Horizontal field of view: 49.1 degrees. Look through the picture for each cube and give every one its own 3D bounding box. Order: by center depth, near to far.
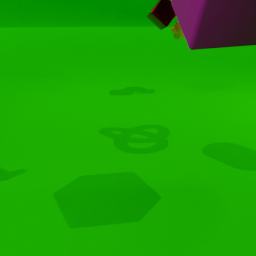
[{"bbox_3d":[1.232,-1.742,3.468,1.045,1.045,1.045,-6,57,-7],"label":"cube"},{"bbox_3d":[1.224,-4.037,9.868,0.746,0.746,0.746,38,3,-14],"label":"cube"}]

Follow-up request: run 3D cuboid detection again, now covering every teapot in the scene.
[{"bbox_3d":[1.938,-3.621,10.233,1.127,0.552,0.700,-26,-10,-40],"label":"teapot"}]
